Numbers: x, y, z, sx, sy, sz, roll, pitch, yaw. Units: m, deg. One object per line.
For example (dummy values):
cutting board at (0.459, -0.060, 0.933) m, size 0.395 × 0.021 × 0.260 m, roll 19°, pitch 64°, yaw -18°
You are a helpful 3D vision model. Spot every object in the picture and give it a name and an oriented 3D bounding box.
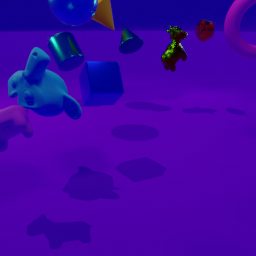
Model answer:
cylinder at (-2.393, -2.944, 10.847) m, size 1.096 × 1.096 × 1.096 m, roll -27°, pitch -8°, yaw -4°
cube at (-0.570, -0.910, 5.836) m, size 0.707 × 0.707 × 0.707 m, roll -5°, pitch -15°, yaw -23°
cone at (-0.020, -3.348, 10.160) m, size 0.931 × 0.934 × 0.931 m, roll -17°, pitch -17°, yaw -5°
monkey head at (-1.540, -0.830, 5.191) m, size 1.664 × 1.197 × 1.003 m, roll 40°, pitch 23°, yaw 25°
ball at (-1.462, -3.419, 7.474) m, size 1.309 × 1.309 × 1.309 m, roll 0°, pitch 21°, yaw 0°
cow figurine at (-1.901, -0.118, 4.067) m, size 0.935 × 0.513 × 0.920 m, roll -27°, pitch 59°, yaw -8°
cow figurine at (1.559, -2.783, 9.710) m, size 1.302 × 1.281 × 0.714 m, roll -46°, pitch 39°, yaw -11°
ring at (2.986, -2.311, 6.199) m, size 1.641 × 1.641 × 0.328 m, roll 2°, pitch 33°, yaw 6°
cone at (-0.853, -4.101, 10.333) m, size 1.213 × 1.217 × 1.213 m, roll -27°, pitch 34°, yaw 20°
teapot at (2.655, -3.326, 9.581) m, size 0.574 × 0.729 × 1.172 m, roll -14°, pitch -1°, yaw -7°
